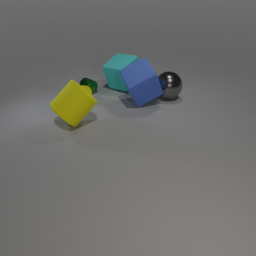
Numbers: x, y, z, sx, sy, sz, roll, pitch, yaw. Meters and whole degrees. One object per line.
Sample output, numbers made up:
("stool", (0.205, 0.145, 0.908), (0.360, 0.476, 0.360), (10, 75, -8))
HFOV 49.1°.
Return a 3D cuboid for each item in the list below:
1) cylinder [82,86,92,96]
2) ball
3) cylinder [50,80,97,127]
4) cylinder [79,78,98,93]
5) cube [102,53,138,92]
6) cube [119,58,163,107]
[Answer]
("cylinder", (-2.240, -1.723, 13.783), (0.700, 0.700, 0.700), (-20, 17, -31))
("ball", (2.046, -2.151, 14.147), (1.400, 1.400, 1.400), (0, 30, 0))
("cylinder", (-2.239, -1.021, 11.563), (1.400, 1.400, 1.400), (-47, 38, 3))
("cylinder", (-2.081, -2.242, 14.797), (0.700, 0.700, 0.700), (20, 7, 31))
("cube", (-0.280, -3.001, 15.084), (1.400, 1.400, 1.400), (17, 51, 33))
("cube", (0.631, -2.156, 13.236), (1.400, 1.400, 1.400), (-27, 51, 2))
